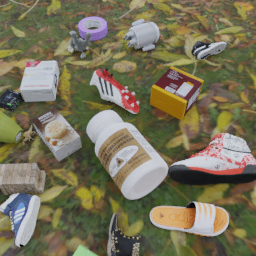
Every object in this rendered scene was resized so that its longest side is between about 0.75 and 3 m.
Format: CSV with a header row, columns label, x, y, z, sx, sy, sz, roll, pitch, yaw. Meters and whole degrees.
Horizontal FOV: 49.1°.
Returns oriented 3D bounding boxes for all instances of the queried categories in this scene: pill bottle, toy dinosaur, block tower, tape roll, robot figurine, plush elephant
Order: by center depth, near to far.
label,x,y,z,sx,sy,sz,roll,pitch,yaw
block tower,-4.116,1.655,8.921,2.753,0.796,0.743,-2,53,-3
pill bottle,-0.149,0.750,9.077,1.604,1.604,2.806,-27,56,-19
toy dinosaur,-3.617,0.198,10.363,0.468,0.269,0.925,7,53,7
plush elephant,-2.327,-3.980,13.205,1.044,1.268,0.982,-15,30,-27
robot figurine,0.744,-4.461,13.467,1.813,1.024,1.538,-22,95,-17
tape roll,-1.790,-5.091,14.318,1.442,0.473,1.442,-1,52,1

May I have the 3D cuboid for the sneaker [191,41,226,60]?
label,x,y,z,sx,sy,sz,roll,pitch,yaw
sneaker,3.773,-3.900,13.304,1.662,0.607,0.930,-25,57,-16

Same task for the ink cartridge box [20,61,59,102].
label,x,y,z,sx,sy,sz,roll,pitch,yaw
ink cartridge box,-3.660,-1.967,11.731,1.285,0.730,1.763,-2,52,-2

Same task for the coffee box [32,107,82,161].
label,x,y,z,sx,sy,sz,roll,pitch,yaw
coffee box,-2.567,0.200,10.084,0.996,0.694,1.741,-33,59,-23

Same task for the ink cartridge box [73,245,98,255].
label,x,y,z,sx,sy,sz,roll,pitch,yaw
ink cartridge box,-0.255,4.014,6.407,2.538,1.846,1.066,25,56,18

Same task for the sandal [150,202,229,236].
label,x,y,z,sx,sy,sz,roll,pitch,yaw
sandal,1.834,2.618,8.229,2.351,0.674,0.901,1,52,1

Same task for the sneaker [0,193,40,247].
label,x,y,z,sx,sy,sz,roll,pitch,yaw
sneaker,-3.343,2.673,8.292,1.118,0.615,1.527,2,55,11

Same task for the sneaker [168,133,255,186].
label,x,y,z,sx,sy,sz,roll,pitch,yaw
sneaker,2.703,0.990,9.318,2.946,0.984,1.579,1,51,-4

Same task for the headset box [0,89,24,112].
label,x,y,z,sx,sy,sz,roll,pitch,yaw
headset box,-4.773,-1.102,11.296,0.699,0.372,0.802,19,55,14

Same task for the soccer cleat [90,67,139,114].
label,x,y,z,sx,sy,sz,roll,pitch,yaw
soccer cleat,-0.543,-1.349,11.272,2.418,1.030,0.830,45,33,5

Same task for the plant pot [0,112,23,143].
label,x,y,z,sx,sy,sz,roll,pitch,yaw
plant pot,-4.435,0.065,10.068,1.177,1.102,1.102,24,55,2

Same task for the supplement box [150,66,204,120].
label,x,y,z,sx,sy,sz,roll,pitch,yaw
supplement box,1.917,-1.412,11.128,1.493,1.005,1.514,30,58,21

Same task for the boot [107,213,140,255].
label,x,y,z,sx,sy,sz,roll,pitch,yaw
boot,-0.106,3.100,8.000,0.919,0.447,1.220,4,56,4
